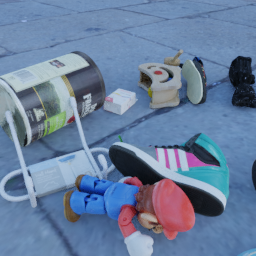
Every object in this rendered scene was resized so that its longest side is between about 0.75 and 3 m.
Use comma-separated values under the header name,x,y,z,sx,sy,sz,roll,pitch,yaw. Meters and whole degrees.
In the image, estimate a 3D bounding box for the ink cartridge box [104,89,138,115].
name,x,y,z,sx,sy,sz,roll,pitch,yaw
ink cartridge box,-0.222,-1.001,9.889,0.732,0.424,1.257,19,38,23

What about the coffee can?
name,x,y,z,sx,sy,sz,roll,pitch,yaw
coffee can,-2.356,-0.947,8.392,2.030,2.030,2.774,28,44,34

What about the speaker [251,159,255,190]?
name,x,y,z,sx,sy,sz,roll,pitch,yaw
speaker,4.308,1.032,6.395,2.689,1.092,1.092,-5,35,-7

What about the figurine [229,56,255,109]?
name,x,y,z,sx,sy,sz,roll,pitch,yaw
figurine,5.047,-1.448,10.181,2.609,1.123,2.545,9,44,12

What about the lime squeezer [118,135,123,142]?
name,x,y,z,sx,sy,sz,roll,pitch,yaw
lime squeezer,0.098,0.687,7.541,1.139,0.402,0.215,44,28,7

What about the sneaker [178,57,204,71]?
name,x,y,z,sx,sy,sz,roll,pitch,yaw
sneaker,2.776,-2.810,12.238,0.490,0.750,1.340,-26,42,-32

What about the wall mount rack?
name,x,y,z,sx,sy,sz,roll,pitch,yaw
wall mount rack,-1.783,0.515,6.934,2.918,1.088,2.536,-15,46,-23

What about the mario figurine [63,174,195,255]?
name,x,y,z,sx,sy,sz,roll,pitch,yaw
mario figurine,0.049,1.740,5.738,2.604,1.380,1.608,3,69,23

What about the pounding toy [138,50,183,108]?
name,x,y,z,sx,sy,sz,roll,pitch,yaw
pounding toy,1.154,-2.087,10.401,1.627,1.632,2.845,4,35,6

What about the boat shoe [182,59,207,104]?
name,x,y,z,sx,sy,sz,roll,pitch,yaw
boat shoe,2.631,-1.731,10.544,0.754,0.880,2.406,18,40,-16

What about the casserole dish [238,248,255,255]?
name,x,y,z,sx,sy,sz,roll,pitch,yaw
casserole dish,2.933,2.614,4.608,2.628,0.510,1.592,-5,35,-5

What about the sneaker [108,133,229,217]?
name,x,y,z,sx,sy,sz,roll,pitch,yaw
sneaker,1.116,0.706,6.698,2.860,1.196,1.727,24,46,19
